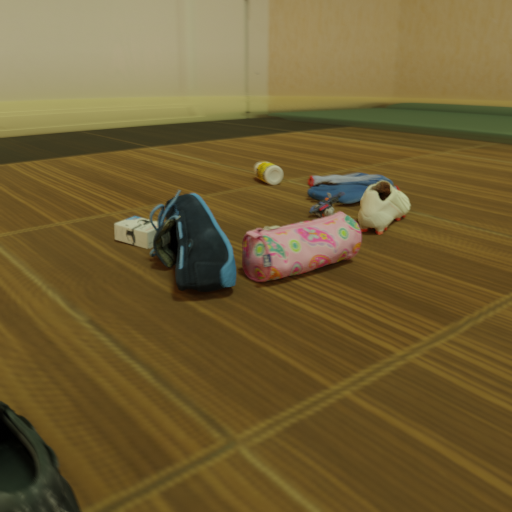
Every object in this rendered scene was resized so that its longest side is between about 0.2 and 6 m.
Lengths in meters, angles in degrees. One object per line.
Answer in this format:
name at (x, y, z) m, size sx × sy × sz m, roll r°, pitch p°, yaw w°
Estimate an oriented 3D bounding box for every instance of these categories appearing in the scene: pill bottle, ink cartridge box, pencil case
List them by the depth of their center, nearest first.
pencil case at (0.809, -0.189, 10.016) m, size 2.266 × 0.991 × 0.991 m, roll -12°, pitch 24°, yaw -32°
ink cartridge box at (-2.377, -0.492, 11.586) m, size 0.896 × 0.375 × 0.650 m, roll 15°, pitch 25°, yaw 27°
pill bottle at (0.335, -2.498, 16.788) m, size 0.586 × 0.586 × 1.042 m, roll -8°, pitch 21°, yaw -21°

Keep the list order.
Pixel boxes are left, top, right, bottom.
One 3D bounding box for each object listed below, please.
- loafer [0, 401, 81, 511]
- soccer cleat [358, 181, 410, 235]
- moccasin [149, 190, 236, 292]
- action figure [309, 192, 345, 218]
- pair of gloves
loafer at (-2.562, 1.584, 4.829) m, size 3.399 × 1.193 × 1.154 m, roll 18°, pitch 26°, yaw 40°
soccer cleat at (2.996, -1.286, 12.880) m, size 0.910 × 1.019 × 2.626 m, roll 9°, pitch 22°, yaw 24°
moccasin at (-1.335, -0.374, 10.011) m, size 1.124 × 1.327 × 3.298 m, roll -13°, pitch 22°, yaw -16°
action figure at (1.742, -1.186, 13.380) m, size 0.938 × 0.491 × 0.907 m, roll -27°, pitch 23°, yaw 12°
pair of gloves at (2.644, -1.874, 15.488) m, size 2.480 × 0.351 × 3.084 m, roll 0°, pitch 19°, yaw 4°
